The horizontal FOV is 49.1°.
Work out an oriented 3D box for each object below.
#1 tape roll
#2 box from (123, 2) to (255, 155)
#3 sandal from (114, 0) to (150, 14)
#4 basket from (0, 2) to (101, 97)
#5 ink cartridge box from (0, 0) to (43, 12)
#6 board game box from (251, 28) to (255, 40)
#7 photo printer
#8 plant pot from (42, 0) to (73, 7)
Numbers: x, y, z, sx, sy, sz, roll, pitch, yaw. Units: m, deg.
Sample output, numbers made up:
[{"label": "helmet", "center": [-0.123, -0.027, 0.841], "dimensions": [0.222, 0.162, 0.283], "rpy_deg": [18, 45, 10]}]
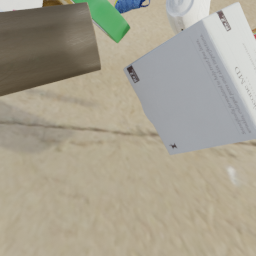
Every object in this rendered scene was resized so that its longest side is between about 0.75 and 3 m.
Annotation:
[{"label": "tape roll", "center": [-1.117, -3.692, 8.428], "dimensions": [0.643, 2.675, 2.675], "rpy_deg": [-47, 50, 10]}, {"label": "box", "center": [1.346, -0.770, 5.199], "dimensions": [1.336, 2.033, 2.043], "rpy_deg": [-36, 11, -37]}, {"label": "sandal", "center": [0.189, -4.314, 9.620], "dimensions": [1.482, 0.589, 0.645], "rpy_deg": [-33, 62, -15]}, {"label": "basket", "center": [-1.623, -1.410, 4.957], "dimensions": [2.112, 1.436, 1.904], "rpy_deg": [-13, 19, -6]}, {"label": "ink cartridge box", "center": [-2.840, -2.438, 6.742], "dimensions": [0.993, 2.927, 1.685], "rpy_deg": [9, -5, -35]}, {"label": "board game box", "center": [2.947, -1.464, 6.282], "dimensions": [0.759, 1.588, 0.238], "rpy_deg": [-22, 39, 28]}, {"label": "photo printer", "center": [1.848, -3.912, 8.234], "dimensions": [0.929, 2.225, 2.675], "rpy_deg": [6, 87, 24]}, {"label": "plant pot", "center": [-2.316, -3.181, 8.655], "dimensions": [1.854, 1.854, 0.255], "rpy_deg": [19, 20, 19]}]
